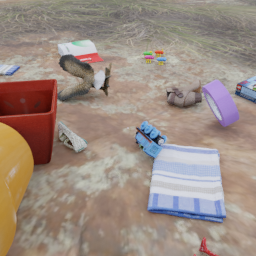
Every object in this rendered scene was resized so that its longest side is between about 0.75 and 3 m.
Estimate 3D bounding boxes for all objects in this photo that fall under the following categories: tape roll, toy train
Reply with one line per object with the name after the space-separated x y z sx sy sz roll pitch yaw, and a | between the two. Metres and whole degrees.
2.890 -0.774 8.783 0.472 1.440 1.440 -29 34 8 | tape roll
0.569 0.287 7.799 0.527 0.694 1.215 35 5 -30 | toy train

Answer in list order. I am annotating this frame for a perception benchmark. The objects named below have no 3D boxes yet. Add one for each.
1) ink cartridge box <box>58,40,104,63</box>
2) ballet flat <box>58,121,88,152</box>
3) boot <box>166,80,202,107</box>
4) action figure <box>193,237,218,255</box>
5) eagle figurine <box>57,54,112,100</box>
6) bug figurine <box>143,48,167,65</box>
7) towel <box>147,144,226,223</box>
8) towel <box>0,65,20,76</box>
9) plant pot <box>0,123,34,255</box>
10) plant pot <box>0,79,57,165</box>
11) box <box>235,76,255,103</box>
-2.488 -3.934 14.516 1.791 0.557 2.225 -16 35 -21 | ink cartridge box
-1.771 0.259 8.282 0.518 0.518 1.445 -26 41 -33 | ballet flat
2.099 -1.389 10.618 1.284 0.617 1.756 3 33 8 | boot
2.108 2.629 4.697 2.063 0.533 0.675 24 38 27 | action figure
-1.728 -1.807 10.673 2.078 1.568 1.577 7 43 -8 | eagle figurine
1.384 -3.642 14.174 1.182 0.392 1.525 -1 34 -2 | bug figurine
1.468 1.215 6.977 1.759 0.285 2.395 6 34 10 | towel
-5.871 -2.692 12.959 1.422 0.169 1.045 3 32 1 | towel
-3.171 1.106 5.159 2.937 2.937 2.689 3 18 4 | plant pot
-2.850 -0.067 7.559 2.006 1.768 2.004 -5 34 -7 | plant pot
5.751 -1.551 10.938 2.607 0.491 1.781 -23 40 -30 | box
